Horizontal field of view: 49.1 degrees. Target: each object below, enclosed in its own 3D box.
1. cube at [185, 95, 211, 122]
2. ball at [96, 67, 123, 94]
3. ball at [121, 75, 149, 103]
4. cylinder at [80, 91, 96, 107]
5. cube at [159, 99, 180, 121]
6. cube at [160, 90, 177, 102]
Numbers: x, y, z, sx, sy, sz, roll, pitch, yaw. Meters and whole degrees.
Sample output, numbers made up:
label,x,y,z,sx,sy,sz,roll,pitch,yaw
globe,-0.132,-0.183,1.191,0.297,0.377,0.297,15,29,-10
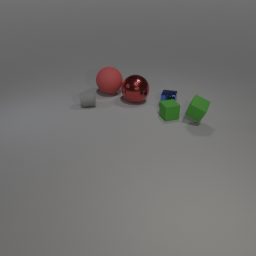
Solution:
label,x,y,z,sx,sy,sz,roll,pitch,yaw
cube,2.910,-0.825,11.714,0.700,0.700,0.700,29,53,5
ball,-0.980,-2.516,14.729,1.400,1.400,1.400,0,29,0
ball,0.366,-1.942,13.915,1.400,1.400,1.400,0,29,0
cylinder,-1.936,-1.403,13.582,0.700,0.700,0.700,-8,30,-3
cube,1.859,-0.805,12.570,0.700,0.700,0.700,-10,31,-16
cube,1.984,-1.394,13.637,0.700,0.700,0.700,9,30,15
